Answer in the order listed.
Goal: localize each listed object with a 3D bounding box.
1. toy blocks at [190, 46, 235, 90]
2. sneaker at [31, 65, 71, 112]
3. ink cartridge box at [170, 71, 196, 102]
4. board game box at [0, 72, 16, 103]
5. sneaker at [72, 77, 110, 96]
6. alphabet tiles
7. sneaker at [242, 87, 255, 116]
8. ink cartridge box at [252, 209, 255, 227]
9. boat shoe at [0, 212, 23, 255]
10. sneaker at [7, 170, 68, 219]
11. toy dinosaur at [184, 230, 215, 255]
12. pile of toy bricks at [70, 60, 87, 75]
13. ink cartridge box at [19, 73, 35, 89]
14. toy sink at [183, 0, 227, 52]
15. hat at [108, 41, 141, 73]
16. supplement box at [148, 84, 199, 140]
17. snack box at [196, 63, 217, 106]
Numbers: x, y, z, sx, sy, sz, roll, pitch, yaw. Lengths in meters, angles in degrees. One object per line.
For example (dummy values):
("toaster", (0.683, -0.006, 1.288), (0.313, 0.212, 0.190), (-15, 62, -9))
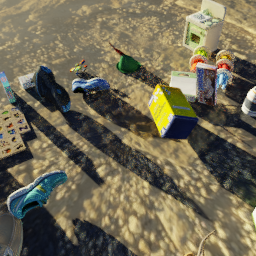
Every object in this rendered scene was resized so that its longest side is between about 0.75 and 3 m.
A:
("toy blocks", (3.686, -2.641, 12.515), (1.969, 0.858, 2.362), (14, 48, 13))
("sneaker", (-3.136, -1.447, 11.413), (2.286, 0.936, 0.837), (56, 23, 18))
("ink cartridge box", (2.362, -1.811, 12.050), (1.127, 0.371, 1.549), (7, 47, 7))
("board game box", (-5.013, -1.685, 11.608), (0.250, 0.845, 1.111), (-22, 49, -20))
("sneaker", (-1.562, -1.660, 11.827), (1.642, 0.645, 0.732), (-3, 55, 7))
("alphabet tiles", (-4.700, 0.201, 10.320), (2.042, 0.092, 2.443), (-22, 50, -21))
("sneaker", (5.948, -1.308, 11.079), (2.828, 1.123, 1.109), (-16, 47, -17))
("ink cartridge box", (3.831, 2.383, 7.237), (0.562, 1.485, 1.097), (2, 46, 2))
("boat shoe", (-3.366, 3.243, 6.809), (1.005, 0.905, 2.786), (4, 46, 4))
("sneaker", (-2.476, 1.900, 8.003), (1.823, 0.707, 0.726), (-34, 53, -25))
("toy dinosaur", (1.853, 3.351, 7.139), (0.809, 0.460, 1.523), (17, 51, -15))
("pile of toy bricks", (-2.304, -2.780, 13.036), (0.828, 0.460, 0.409), (-49, 33, -18))
("ink cartridge box", (-4.345, -2.077, 12.341), (0.750, 0.328, 0.545), (-24, 51, -20))
("toy sink", (3.691, -4.921, 13.783), (1.229, 2.193, 1.430), (-29, 54, -26))
("hat", (-0.054, -3.337, 12.938), (1.375, 1.210, 1.139), (-16, 48, -14))
("supplement box", (1.591, -0.596, 10.246), (1.022, 1.016, 1.867), (6, 42, -24))
("snack box", (3.009, -1.617, 10.676), (0.726, 2.018, 0.245), (20, 64, 28))
